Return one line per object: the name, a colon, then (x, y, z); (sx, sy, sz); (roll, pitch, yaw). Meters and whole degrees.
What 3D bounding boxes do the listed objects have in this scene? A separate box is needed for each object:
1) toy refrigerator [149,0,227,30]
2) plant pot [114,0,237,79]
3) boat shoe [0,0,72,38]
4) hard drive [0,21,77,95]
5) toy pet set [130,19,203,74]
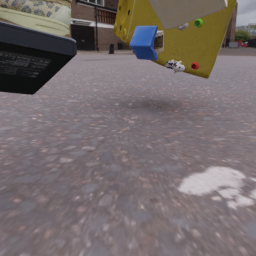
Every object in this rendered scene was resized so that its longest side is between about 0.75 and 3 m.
toy refrigerator: (0.778, -2.381, 3.710); (0.803, 0.740, 2.114); (-10, 54, 30)
plant pot: (1.198, -3.578, 9.171); (2.941, 2.875, 2.856); (4, 27, -20)
boat shoe: (-2.177, -1.921, 3.997); (2.844, 0.891, 1.042); (8, 0, -39)
hard drive: (-1.586, -0.860, 3.870); (1.139, 0.268, 1.632); (2, -14, -37)
toy pet set: (0.677, -1.612, 5.038); (1.140, 1.222, 0.649); (12, 29, 29)
